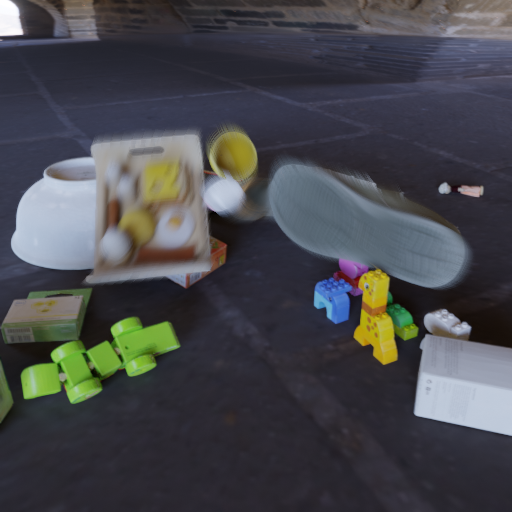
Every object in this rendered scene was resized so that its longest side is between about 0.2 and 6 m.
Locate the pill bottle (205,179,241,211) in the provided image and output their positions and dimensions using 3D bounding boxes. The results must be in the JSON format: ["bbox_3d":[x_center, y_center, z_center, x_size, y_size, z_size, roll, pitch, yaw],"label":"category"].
[{"bbox_3d":[-0.547,-1.009,9.269,0.453,0.453,0.799,-10,0,-19],"label":"pill bottle"}]

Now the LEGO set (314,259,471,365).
[{"bbox_3d":[1.840,0.596,8.601,1.151,1.238,3.017,-15,31,-25],"label":"LEGO set"}]

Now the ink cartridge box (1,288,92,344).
[{"bbox_3d":[-3.351,0.828,9.136,1.121,0.369,1.541,-3,30,-5],"label":"ink cartridge box"}]

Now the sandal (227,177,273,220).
[{"bbox_3d":[0.049,-1.090,11.011,0.599,0.897,2.195,-2,10,-38],"label":"sandal"}]

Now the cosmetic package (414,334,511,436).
[{"bbox_3d":[2.972,1.657,7.114,1.739,0.738,0.936,10,28,17],"label":"cosmetic package"}]

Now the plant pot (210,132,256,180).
[{"bbox_3d":[-0.419,-1.479,8.549,0.715,0.715,0.507,-13,5,-24],"label":"plant pot"}]

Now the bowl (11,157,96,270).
[{"bbox_3d":[-3.476,-1.117,11.638,3.290,1.478,3.290,-1,27,0],"label":"bowl"}]

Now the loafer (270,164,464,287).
[{"bbox_3d":[1.719,-0.526,8.971,3.437,1.292,1.197,30,25,29],"label":"loafer"}]

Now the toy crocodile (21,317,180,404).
[{"bbox_3d":[-2.072,1.439,7.697,2.203,0.680,0.744,-20,74,-35],"label":"toy crocodile"}]

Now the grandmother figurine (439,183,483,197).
[{"bbox_3d":[5.079,-1.643,13.924,1.017,0.308,0.617,5,2,16],"label":"grandmother figurine"}]

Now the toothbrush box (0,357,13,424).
[{"bbox_3d":[-4.083,1.516,6.759,1.815,1.329,0.774,0,28,3],"label":"toothbrush box"}]

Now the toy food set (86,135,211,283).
[{"bbox_3d":[-1.902,-0.873,9.760,2.021,0.851,2.816,-6,63,-1],"label":"toy food set"}]

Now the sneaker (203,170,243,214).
[{"bbox_3d":[-1.578,-1.510,12.913,2.737,1.055,1.121,6,35,13],"label":"sneaker"}]

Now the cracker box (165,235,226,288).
[{"bbox_3d":[-1.549,-0.150,10.570,1.671,0.482,1.119,28,40,26],"label":"cracker box"}]
